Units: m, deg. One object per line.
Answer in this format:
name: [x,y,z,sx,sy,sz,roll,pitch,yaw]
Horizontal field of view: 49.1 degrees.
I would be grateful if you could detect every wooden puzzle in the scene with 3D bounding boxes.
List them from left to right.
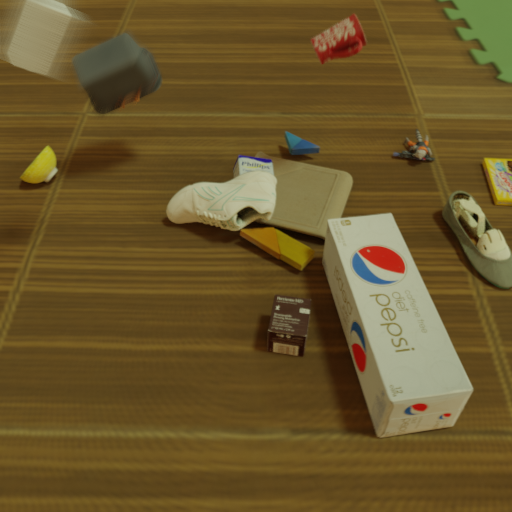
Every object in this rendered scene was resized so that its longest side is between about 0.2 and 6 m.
wooden puzzle: [0.763,-1.262,12.035,2.446,0.424,3.625,23,52,14]

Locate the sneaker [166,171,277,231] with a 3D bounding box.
sneaker: [-0.733,-0.966,11.162,2.391,0.841,0.958,-13,62,18]

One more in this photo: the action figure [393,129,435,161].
action figure: [3.707,-2.555,13.128,0.969,0.507,0.937,4,37,-1]

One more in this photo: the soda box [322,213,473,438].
soda box: [2.164,0.987,9.406,1.278,1.194,3.751,-6,48,-6]

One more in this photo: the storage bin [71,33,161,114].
storage bin: [-2.855,-3.666,11.290,1.580,1.061,1.150,-23,80,5]

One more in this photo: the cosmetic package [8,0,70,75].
cosmetic package: [-3.183,-3.230,8.189,0.518,1.020,0.364,5,42,-46]

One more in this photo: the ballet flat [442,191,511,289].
ballet flat: [4.390,-0.394,10.975,0.780,0.737,2.314,-12,49,-11]

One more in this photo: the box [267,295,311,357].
box: [0.564,1.195,9.586,0.655,0.648,0.789,7,48,6]

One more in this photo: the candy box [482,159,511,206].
candy box: [5.579,-1.654,12.497,0.749,0.193,1.465,1,47,4]

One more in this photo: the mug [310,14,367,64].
mug: [1.540,-4.024,10.500,0.919,0.613,0.816,-23,23,12]

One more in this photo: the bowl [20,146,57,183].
bowl: [-4.744,-1.933,12.464,0.503,0.935,0.935,40,46,-21]

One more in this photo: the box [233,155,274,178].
box: [-0.050,-1.654,11.779,0.761,0.434,0.827,5,50,-15]
